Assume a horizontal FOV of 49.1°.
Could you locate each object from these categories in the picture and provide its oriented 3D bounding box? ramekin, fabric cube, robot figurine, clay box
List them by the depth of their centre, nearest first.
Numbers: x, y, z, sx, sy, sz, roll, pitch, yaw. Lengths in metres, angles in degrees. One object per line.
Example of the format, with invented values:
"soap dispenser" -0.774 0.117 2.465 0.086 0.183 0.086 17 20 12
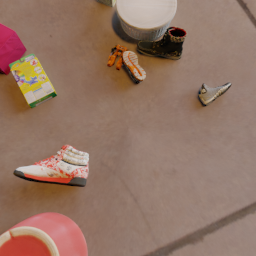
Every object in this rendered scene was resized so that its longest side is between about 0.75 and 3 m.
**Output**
"fabric cube" -5.193 -3.229 11.181 1.380 1.406 1.402 28 76 8
"clay box" -3.818 -1.917 11.213 1.158 0.480 2.016 -28 74 -9
"robot figurine" -0.391 -2.981 11.647 0.827 0.332 1.140 21 73 2
"ramekin" 0.744 -4.878 11.838 2.526 1.176 2.526 0 72 0

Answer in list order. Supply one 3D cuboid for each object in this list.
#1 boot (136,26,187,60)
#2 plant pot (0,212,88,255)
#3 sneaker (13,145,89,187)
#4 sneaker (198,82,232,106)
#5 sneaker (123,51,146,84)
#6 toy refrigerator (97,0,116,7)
"boot" 1.345 -3.490 11.206 1.945 1.469 0.702 13 70 2
"plant pot" -2.688 3.910 8.213 2.831 2.505 2.831 0 71 -1
"sneaker" -2.647 1.269 9.974 2.534 0.846 1.358 7 71 -1
"sneaker" 3.365 -1.568 11.090 1.408 0.528 0.813 -36 73 -10
"sneaker" 0.190 -2.442 11.331 0.597 0.589 1.524 -19 72 -14
"toy refrigerator" -0.440 -6.817 12.594 0.904 0.981 2.584 25 73 8
